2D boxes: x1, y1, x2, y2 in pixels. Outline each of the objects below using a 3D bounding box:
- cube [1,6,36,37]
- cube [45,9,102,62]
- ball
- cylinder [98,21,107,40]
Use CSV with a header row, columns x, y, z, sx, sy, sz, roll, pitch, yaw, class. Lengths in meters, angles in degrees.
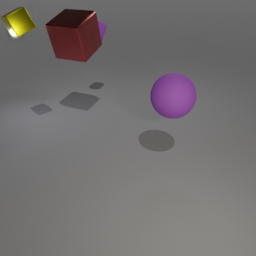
x,y,z,sx,sy,sz,roll,pitch,yaw,class
-3.582,-3.459,9.145,0.700,0.700,0.700,-39,35,-19,cube
-2.001,-3.525,10.639,1.400,1.400,1.400,13,49,21,cube
1.387,-0.983,8.603,1.400,1.400,1.400,0,30,0,ball
-1.373,-4.387,12.572,0.700,0.700,0.700,21,10,-4,cylinder
